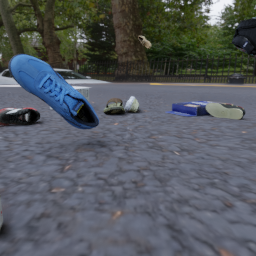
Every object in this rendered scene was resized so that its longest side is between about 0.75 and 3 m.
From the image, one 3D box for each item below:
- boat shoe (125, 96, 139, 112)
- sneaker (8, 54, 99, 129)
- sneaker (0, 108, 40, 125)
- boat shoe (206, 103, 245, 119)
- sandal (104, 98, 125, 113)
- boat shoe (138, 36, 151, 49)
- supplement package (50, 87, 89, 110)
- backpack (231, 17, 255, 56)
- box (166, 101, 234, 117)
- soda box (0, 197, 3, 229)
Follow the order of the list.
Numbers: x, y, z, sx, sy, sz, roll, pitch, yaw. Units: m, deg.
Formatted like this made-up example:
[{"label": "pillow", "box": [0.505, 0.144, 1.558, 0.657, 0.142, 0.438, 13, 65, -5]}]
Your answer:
[{"label": "boat shoe", "box": [0.225, -0.999, 12.724, 0.559, 0.648, 1.801, 25, 16, 0]}, {"label": "sneaker", "box": [-1.489, -0.761, 6.120, 2.295, 0.756, 0.900, 44, -16, -33]}, {"label": "sneaker", "box": [-3.650, -0.382, 9.315, 1.586, 0.561, 0.775, -8, 11, -39]}, {"label": "boat shoe", "box": [3.777, -0.677, 10.900, 1.494, 0.547, 0.468, 17, 24, 36]}, {"label": "sandal", "box": [-0.614, -1.019, 12.315, 0.905, 0.651, 2.280, -1, 11, -4]}, {"label": "boat shoe", "box": [0.668, -3.481, 11.398, 0.245, 0.271, 0.761, -1, 44, -43]}, {"label": "supplement package", "box": [-2.776, -1.409, 13.337, 1.320, 1.015, 1.380, 7, 13, 32]}, {"label": "backpack", "box": [2.985, -2.063, 6.424, 0.767, 1.011, 1.211, 21, 11, -24]}, {"label": "box", "box": [3.089, -0.866, 12.215, 2.613, 0.423, 1.583, -8, 14, -30]}, {"label": "soda box", "box": [-1.961, 0.989, 2.907, 1.161, 0.370, 0.395, -3, 12, -14]}]
